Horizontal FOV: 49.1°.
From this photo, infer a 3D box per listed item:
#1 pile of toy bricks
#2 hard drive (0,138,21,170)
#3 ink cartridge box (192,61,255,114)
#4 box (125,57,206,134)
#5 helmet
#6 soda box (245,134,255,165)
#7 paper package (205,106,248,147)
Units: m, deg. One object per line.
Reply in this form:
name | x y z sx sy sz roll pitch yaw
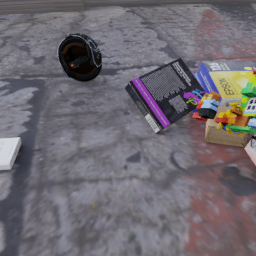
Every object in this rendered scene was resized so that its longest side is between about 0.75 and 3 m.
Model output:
pile of toy bricks | 2.413 -0.523 5.432 1.408 1.253 2.538 24 -1 -15
hard drive | -3.589 0.659 6.825 1.676 0.224 1.106 -3 33 -5
ink cartridge box | 3.443 -1.500 9.511 2.942 0.691 2.908 1 36 0
box | 1.229 -1.026 8.309 2.277 0.411 1.628 -30 83 -29
helmet | -1.698 -2.508 10.031 1.663 1.663 1.586 3 7 4
soda box | 3.225 0.883 5.886 0.556 0.599 1.750 1 43 -19
paper package | 2.672 -0.070 7.618 1.054 0.572 1.106 9 36 11
